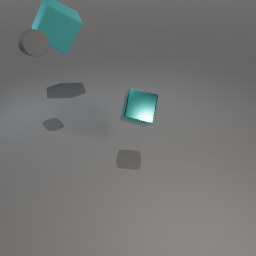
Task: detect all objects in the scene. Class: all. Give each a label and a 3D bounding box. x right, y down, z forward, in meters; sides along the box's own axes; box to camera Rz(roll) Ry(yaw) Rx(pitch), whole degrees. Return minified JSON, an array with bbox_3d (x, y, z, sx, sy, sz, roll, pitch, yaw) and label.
[{"bbox_3d":[0.256,-0.481,6.763,0.700,0.700,0.700,13,-6,-7],"label":"cube"},{"bbox_3d":[-2.607,-2.331,7.691,0.700,0.700,0.700,-17,23,-26],"label":"cylinder"},{"bbox_3d":[-2.785,-4.002,10.874,1.400,1.400,1.400,19,29,-31],"label":"cube"}]
